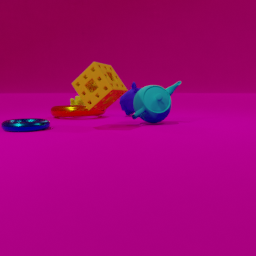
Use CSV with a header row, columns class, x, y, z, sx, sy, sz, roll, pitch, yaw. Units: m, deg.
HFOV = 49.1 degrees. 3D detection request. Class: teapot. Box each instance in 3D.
class,x,y,z,sx,sy,sz,roll,pitch,yaw
teapot,0.840,-0.813,8.475,1.915,1.190,0.937,-37,-4,-20

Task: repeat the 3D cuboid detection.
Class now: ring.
class,x,y,z,sx,sy,sz,roll,pitch,yaw
ring,-2.693,-0.088,7.418,1.226,0.245,1.226,0,8,0
ring,-1.882,-0.673,10.686,2.093,0.419,2.093,-2,5,0

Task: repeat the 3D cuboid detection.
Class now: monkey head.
class,x,y,z,sx,sy,sz,roll,pitch,yaw
monkey head,0.250,-1.233,11.105,1.179,1.408,1.957,-24,-32,14

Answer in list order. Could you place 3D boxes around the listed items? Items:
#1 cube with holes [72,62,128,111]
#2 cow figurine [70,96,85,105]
class,x,y,z,sx,sy,sz,roll,pitch,yaw
cube with holes,-0.730,-1.073,7.366,0.868,0.868,0.868,-38,-11,24
cow figurine,-1.960,-0.836,10.716,0.491,0.894,0.880,10,-14,4
